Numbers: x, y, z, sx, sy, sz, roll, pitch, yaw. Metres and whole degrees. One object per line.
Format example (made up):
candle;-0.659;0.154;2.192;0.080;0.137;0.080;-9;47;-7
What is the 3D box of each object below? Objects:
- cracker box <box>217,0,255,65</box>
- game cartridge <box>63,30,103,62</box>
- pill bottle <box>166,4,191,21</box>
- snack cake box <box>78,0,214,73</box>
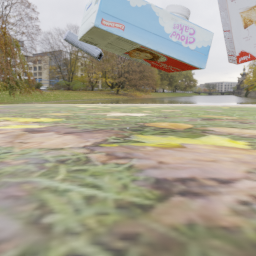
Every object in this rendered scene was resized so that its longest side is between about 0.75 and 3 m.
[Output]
cracker box;3.331;-3.109;7.252;1.699;2.537;0.732;-16;18;4
game cartridge;-1.685;-3.102;10.660;1.494;0.453;2.240;33;7;-7
pill bottle;1.260;-2.663;8.229;0.955;1.670;0.955;15;3;-1
snack cake box;0.375;-2.142;6.529;2.742;0.921;1.577;14;0;-23
